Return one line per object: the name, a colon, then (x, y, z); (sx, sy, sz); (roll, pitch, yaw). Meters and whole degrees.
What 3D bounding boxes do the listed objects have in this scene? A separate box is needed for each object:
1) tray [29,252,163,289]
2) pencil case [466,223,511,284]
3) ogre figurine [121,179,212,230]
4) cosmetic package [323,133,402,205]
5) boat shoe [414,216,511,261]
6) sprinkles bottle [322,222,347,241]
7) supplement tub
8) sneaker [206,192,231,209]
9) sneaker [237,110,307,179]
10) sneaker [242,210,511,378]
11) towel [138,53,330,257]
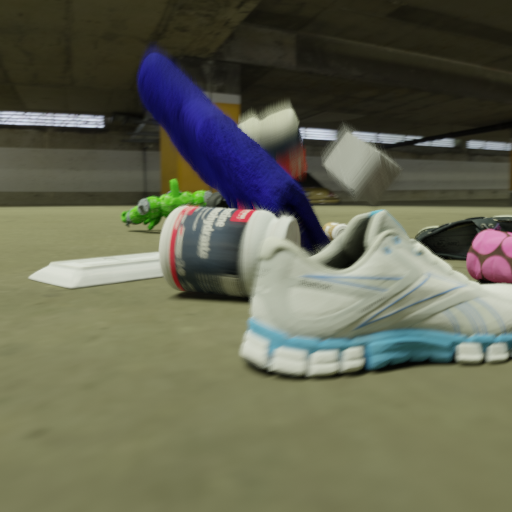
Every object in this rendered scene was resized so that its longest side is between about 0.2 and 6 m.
tray: (-1.874, 0.158, 7.907); (1.212, 0.250, 2.258); (5, 8, 43)
pencil case: (3.429, 0.068, 6.615); (0.827, 0.801, 1.765); (19, -1, -29)
ogre figurine: (-2.412, -1.417, 16.516); (3.066, 1.504, 1.838); (11, -7, -8)
cosmetic package: (1.682, -1.435, 9.068); (0.612, 0.725, 1.358); (29, 14, -26)
boat shoe: (3.699, -0.280, 9.485); (2.052, 0.767, 0.681); (2, 7, 26)
sprinkles bottle: (1.875, -0.527, 12.987); (0.457, 0.457, 1.338); (-1, 6, -5)
supplement tub: (-0.278, -0.039, 6.208); (1.384, 0.972, 0.972); (4, 7, 17)
sneaker: (-0.446, -1.190, 15.774); (1.727, 1.268, 3.816); (1, 2, 33)
sneaker: (-0.026, -2.016, 11.320); (1.184, 1.334, 3.157); (-30, 19, -16)
sneaker: (1.094, 0.206, 3.999); (2.434, 1.055, 0.912); (-1, 5, -23)
towel: (-0.368, -1.178, 7.850); (3.201, 0.793, 2.363); (47, 0, 29)
